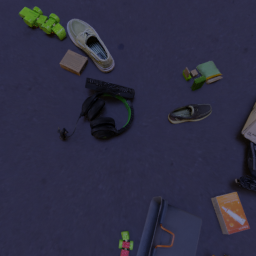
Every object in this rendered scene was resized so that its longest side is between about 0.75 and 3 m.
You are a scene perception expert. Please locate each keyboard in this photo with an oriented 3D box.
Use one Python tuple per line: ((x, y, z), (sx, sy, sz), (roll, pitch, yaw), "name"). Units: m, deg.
((-0.627, -1.565, 10.596), (1.944, 0.385, 1.012), (11, 36, -12), "keyboard")

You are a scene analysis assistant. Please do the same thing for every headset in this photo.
((-1.199, -0.315, 10.612), (2.934, 1.379, 1.812), (-24, 78, -24), "headset")

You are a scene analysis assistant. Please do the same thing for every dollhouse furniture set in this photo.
((3.082, -2.263, 11.267), (1.454, 0.730, 0.952), (-23, 73, -7), "dollhouse furniture set")

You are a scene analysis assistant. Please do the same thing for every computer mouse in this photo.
((4.698, 1.294, 9.994), (1.667, 0.635, 2.408), (17, 60, 2), "computer mouse")

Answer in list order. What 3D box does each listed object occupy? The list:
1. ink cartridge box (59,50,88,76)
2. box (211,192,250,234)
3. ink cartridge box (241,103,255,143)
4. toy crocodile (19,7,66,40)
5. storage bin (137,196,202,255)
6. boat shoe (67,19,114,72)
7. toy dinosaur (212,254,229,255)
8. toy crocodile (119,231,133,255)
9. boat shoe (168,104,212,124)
((-2.230, -2.706, 11.618), (0.930, 0.349, 0.766), (26, 72, 8), "ink cartridge box")
((3.482, 2.904, 9.583), (0.770, 0.603, 1.237), (-14, 72, -5), "box")
((5.782, -0.528, 10.098), (2.183, 1.237, 2.978), (31, 61, 9), "ink cartridge box")
((-3.699, -4.573, 12.127), (2.366, 0.731, 0.799), (27, 73, 13), "toy crocodile")
((1.384, 3.543, 8.940), (1.562, 1.693, 2.326), (18, 72, -5), "storage bin")
((-1.533, -3.619, 11.627), (1.059, 0.912, 2.941), (-38, 75, -12), "boat shoe")
((3.025, 4.837, 8.892), (2.643, 0.798, 1.404), (46, 75, -11), "toy dinosaur")
((-0.112, 4.172, 9.236), (0.495, 0.452, 1.465), (7, 72, 2), "toy crocodile")
((2.434, -0.603, 10.781), (1.780, 0.585, 0.636), (-12, 72, -4), "boat shoe")
